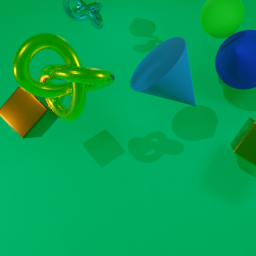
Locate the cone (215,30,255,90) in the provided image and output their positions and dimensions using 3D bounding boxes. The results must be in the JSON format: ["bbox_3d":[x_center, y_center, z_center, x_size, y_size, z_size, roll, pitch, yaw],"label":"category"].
[{"bbox_3d":[2.858,-1.815,7.088,1.629,1.629,1.635,39,22,21],"label":"cone"}]

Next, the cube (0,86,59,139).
[{"bbox_3d":[-2.028,-0.341,5.910,0.799,0.799,0.799,44,97,6],"label":"cube"}]

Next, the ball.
[{"bbox_3d":[2.352,-2.802,7.024,1.056,1.056,1.056,0,59,0],"label":"ball"}]

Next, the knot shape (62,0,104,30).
[{"bbox_3d":[-0.975,-2.701,6.453,1.091,1.020,0.504,19,97,-23],"label":"knot shape"}]

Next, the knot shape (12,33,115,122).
[{"bbox_3d":[-1.118,-0.737,4.823,1.603,1.500,0.741,16,52,-13],"label":"knot shape"}]

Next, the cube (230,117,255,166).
[{"bbox_3d":[3.068,0.363,6.660,0.844,0.844,0.844,33,107,8],"label":"cube"}]

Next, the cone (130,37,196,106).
[{"bbox_3d":[1.072,-0.929,6.142,1.459,1.454,1.454,40,56,-28],"label":"cone"}]
